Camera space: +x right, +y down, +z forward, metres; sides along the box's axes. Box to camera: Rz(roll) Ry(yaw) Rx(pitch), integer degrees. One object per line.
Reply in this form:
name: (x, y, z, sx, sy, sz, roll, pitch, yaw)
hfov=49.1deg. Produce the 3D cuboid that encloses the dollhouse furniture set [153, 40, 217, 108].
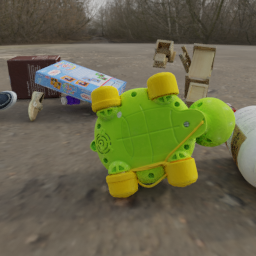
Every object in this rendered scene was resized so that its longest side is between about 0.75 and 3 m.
dollhouse furniture set: (1.957, -1.841, 11.099, 2.457, 1.544, 2.778, 12, 63, 16)

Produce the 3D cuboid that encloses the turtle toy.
turtle toy: (0.660, 0.090, 5.567, 2.924, 2.131, 1.478, -12, -5, 8)

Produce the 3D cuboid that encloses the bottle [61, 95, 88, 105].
bottle: (-1.925, -1.105, 10.597, 0.516, 0.403, 1.234, 19, 25, 41)

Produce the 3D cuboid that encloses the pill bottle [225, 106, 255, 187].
pill bottle: (2.799, 0.484, 5.598, 1.310, 1.310, 2.292, 2, 21, 5)

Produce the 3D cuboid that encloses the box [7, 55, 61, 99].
box: (-4.057, -2.332, 12.582, 2.048, 1.699, 1.681, -2, 21, -7)

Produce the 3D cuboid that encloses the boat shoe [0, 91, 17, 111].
boat shoe: (-4.686, -0.881, 9.353, 1.833, 0.648, 0.832, -10, -9, 19)

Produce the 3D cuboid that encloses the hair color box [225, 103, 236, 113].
hair color box: (3.581, -0.672, 10.203, 0.426, 0.257, 0.839, -1, 20, -1)

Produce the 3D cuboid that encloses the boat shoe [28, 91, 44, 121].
boat shoe: (-3.112, -0.759, 9.560, 0.383, 0.426, 1.180, 1, 55, -1)

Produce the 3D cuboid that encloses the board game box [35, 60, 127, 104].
board game box: (-1.642, -1.683, 10.343, 2.754, 0.504, 2.084, 21, 28, 6)
